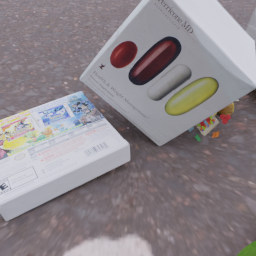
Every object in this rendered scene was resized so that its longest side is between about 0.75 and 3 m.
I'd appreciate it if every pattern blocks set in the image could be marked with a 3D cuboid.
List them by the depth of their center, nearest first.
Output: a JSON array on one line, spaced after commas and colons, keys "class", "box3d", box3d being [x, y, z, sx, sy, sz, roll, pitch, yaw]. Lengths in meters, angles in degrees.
[{"class": "pattern blocks set", "box3d": [1.808, -0.127, 6.452, 0.075, 0.930, 0.817, -2, 42, -50]}]

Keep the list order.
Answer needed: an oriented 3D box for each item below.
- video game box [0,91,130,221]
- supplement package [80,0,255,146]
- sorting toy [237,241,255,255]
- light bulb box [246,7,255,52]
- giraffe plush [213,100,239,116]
[{"class": "video game box", "box3d": [-1.642, 0.354, 5.902, 2.581, 0.604, 2.351, -23, 46, -21]}, {"class": "supplement package", "box3d": [0.858, -1.412, 5.893, 2.418, 2.529, 1.860, 39, 43, -15]}, {"class": "sorting toy", "box3d": [1.898, 2.212, 3.542, 0.971, 0.977, 2.819, 52, 50, 0]}, {"class": "light bulb box", "box3d": [4.966, -1.813, 7.509, 2.852, 1.780, 2.827, 3, 36, -15]}, {"class": "giraffe plush", "box3d": [2.433, -1.142, 7.466, 1.511, 1.225, 1.303, -19, 40, -22]}]
